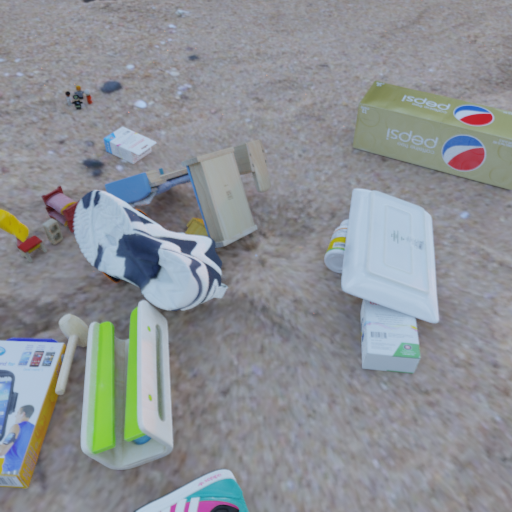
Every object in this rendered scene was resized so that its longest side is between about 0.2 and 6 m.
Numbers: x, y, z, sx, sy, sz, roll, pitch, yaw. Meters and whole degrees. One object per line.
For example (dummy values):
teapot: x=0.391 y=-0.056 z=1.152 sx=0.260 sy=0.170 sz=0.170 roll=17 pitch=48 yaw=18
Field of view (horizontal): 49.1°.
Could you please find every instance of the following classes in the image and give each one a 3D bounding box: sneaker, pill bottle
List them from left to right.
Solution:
sneaker: x=-1.833 y=-0.069 z=10.614 sx=3.210 sy=2.089 sz=1.281 roll=28 pitch=96 yaw=27
sneaker: x=-0.939 y=3.880 z=7.388 sx=2.128 sy=0.890 sz=1.285 roll=-24 pitch=41 yaw=-23
pill bottle: x=1.830 y=-0.228 z=11.511 sx=0.618 sy=0.618 sz=1.113 roll=14 pitch=48 yaw=14

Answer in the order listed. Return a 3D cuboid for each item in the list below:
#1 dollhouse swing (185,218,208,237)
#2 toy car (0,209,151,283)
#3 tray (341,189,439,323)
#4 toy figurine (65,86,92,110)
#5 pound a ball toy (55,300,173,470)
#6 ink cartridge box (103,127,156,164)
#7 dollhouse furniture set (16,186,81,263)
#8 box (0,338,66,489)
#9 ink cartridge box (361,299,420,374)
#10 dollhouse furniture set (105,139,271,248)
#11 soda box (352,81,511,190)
dollhouse swing: x=-1.144 y=-0.370 z=11.999 sx=0.722 sy=0.634 sz=0.656 roll=32 pitch=12 yaw=28
toy car: x=-3.370 y=-0.634 z=10.663 sx=1.017 sy=3.055 sz=1.499 roll=20 pitch=81 yaw=46
tray: x=2.744 y=-0.251 z=11.127 sx=1.882 sy=0.389 sz=3.506 roll=20 pitch=40 yaw=-2
toy figurine: x=-5.009 y=-4.480 z=15.777 sx=0.626 sy=0.443 sz=0.636 roll=32 pitch=54 yaw=27
pound a ball toy: x=-2.287 y=2.033 z=9.168 sx=1.802 sy=1.174 sz=2.764 roll=-24 pitch=45 yaw=12
ink cartridge box: x=-3.145 y=-2.748 z=14.110 sx=1.210 sy=0.411 sz=0.697 roll=27 pitch=52 yaw=24
dollhouse furniture set: x=-4.492 y=-0.707 z=11.924 sx=0.866 sy=0.655 sz=1.610 roll=28 pitch=52 yaw=29
box: x=-4.098 y=2.335 z=9.086 sx=1.572 sy=0.548 sz=2.641 roll=1 pitch=48 yaw=2
ink cartridge box: x=2.360 y=1.394 z=9.986 sx=0.917 sy=0.552 sz=1.262 roll=4 pitch=47 yaw=3
dollhouse furniture set: x=-1.421 y=-1.218 z=12.497 sx=2.792 sy=1.822 sz=2.636 roll=-8 pitch=14 yaw=36
soda box: x=4.497 y=-3.003 z=13.688 sx=4.023 sy=1.363 sz=1.288 roll=19 pitch=49 yaw=18
